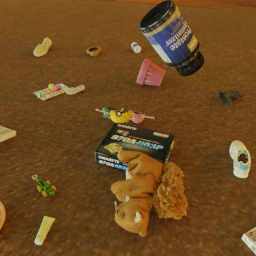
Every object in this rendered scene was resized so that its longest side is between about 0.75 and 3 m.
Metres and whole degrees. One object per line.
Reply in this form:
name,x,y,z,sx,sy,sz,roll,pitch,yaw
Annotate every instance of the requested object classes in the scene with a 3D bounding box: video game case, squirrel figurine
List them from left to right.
video game case,-5.749,0.094,10.488,2.387,0.215,1.710,18,21,14
squirrel figurine,0.596,1.910,7.833,2.174,1.538,2.029,3,45,9

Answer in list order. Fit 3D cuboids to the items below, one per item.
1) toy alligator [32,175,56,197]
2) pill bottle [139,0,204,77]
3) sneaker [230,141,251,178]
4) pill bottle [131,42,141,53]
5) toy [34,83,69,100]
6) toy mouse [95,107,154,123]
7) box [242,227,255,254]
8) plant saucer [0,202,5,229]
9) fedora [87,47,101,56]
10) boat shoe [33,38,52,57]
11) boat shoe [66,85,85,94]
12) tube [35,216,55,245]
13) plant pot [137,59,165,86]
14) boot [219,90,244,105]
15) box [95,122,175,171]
toy alligator,-2.644,1.846,8.833,0.398,0.288,1.200,-29,41,-32
pill bottle,1.785,-3.315,10.743,1.517,2.713,1.517,-30,36,25
sneaker,3.918,0.936,9.663,0.626,0.661,1.637,4,38,8
pill bottle,0.496,-4.998,17.354,0.440,0.440,0.760,-11,39,-13
toy,-3.637,-1.871,13.453,1.562,0.369,0.899,-31,48,-33
toy mouse,-0.193,-0.509,11.439,2.366,0.458,2.103,6,8,-9
box,3.904,2.905,7.486,1.478,0.257,0.813,-17,42,-21
plant saucer,-4.253,2.655,7.769,1.661,0.311,1.661,0,37,0
fedora,-2.042,-4.596,16.908,0.886,0.362,0.886,-4,43,4
boat shoe,-5.312,-4.855,17.187,0.607,0.645,1.796,-20,34,34
boat shoe,-2.541,-1.823,13.514,0.920,0.331,0.311,-19,6,-13
tube,-2.298,2.795,7.702,0.214,0.239,0.824,-28,26,26
plant pot,1.162,-2.642,13.857,1.142,1.275,1.275,21,41,2
boot,4.866,-1.471,12.915,1.021,0.406,1.173,-6,36,-6
box,0.286,0.747,9.978,2.381,0.548,1.893,13,40,16
